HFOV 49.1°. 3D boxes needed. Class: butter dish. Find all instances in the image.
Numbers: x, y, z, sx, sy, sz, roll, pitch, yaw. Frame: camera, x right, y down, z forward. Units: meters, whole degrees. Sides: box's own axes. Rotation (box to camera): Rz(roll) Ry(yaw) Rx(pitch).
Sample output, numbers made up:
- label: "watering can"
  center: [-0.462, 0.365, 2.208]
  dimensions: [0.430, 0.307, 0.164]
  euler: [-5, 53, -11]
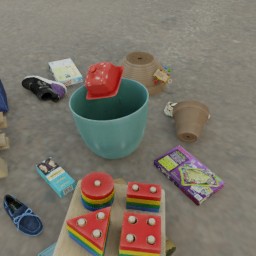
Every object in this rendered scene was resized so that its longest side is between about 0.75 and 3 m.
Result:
- label: "butter dish"
  center: [-0.920, -1.673, 9.079]
  dimensions: [1.272, 0.940, 1.268]
  euler: [-3, 59, 32]

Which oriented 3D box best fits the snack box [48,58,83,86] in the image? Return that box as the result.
- label: "snack box"
  center: [-3.087, -2.742, 13.750]
  dimensions: [1.158, 0.370, 1.994]
  euler: [-17, 44, -18]

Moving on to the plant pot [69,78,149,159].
- label: "plant pot"
  center: [-0.520, -0.206, 9.523]
  dimensions: [2.546, 2.043, 2.546]
  euler: [-4, 39, 3]

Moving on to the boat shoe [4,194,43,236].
- label: "boat shoe"
  center: [-3.012, 2.417, 7.765]
  dimensions: [1.553, 0.533, 0.654]
  euler: [24, 47, 24]

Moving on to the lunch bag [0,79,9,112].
- label: "lunch bag"
  center: [-5.814, -1.591, 11.009]
  dimensions: [1.504, 2.274, 1.545]
  euler: [-16, 46, -15]

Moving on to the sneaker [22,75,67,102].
- label: "sneaker"
  center: [-3.842, -1.690, 12.289]
  dimensions: [2.119, 0.803, 0.928]
  euler: [11, 48, 12]

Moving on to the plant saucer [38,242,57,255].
- label: "plant saucer"
  center: [-1.600, 3.543, 6.791]
  dimensions: [0.544, 0.148, 1.556]
  euler: [-27, 49, -28]

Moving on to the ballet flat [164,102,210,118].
- label: "ballet flat"
  center: [2.390, -0.699, 11.268]
  dimensions: [1.854, 0.592, 0.701]
  euler: [5, 39, 5]

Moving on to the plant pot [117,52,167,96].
- label: "plant pot"
  center: [0.545, -2.703, 13.067]
  dimensions: [2.691, 1.242, 2.691]
  euler: [0, 42, 0]

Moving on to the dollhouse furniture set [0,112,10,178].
- label: "dollhouse furniture set"
  center: [-4.912, 0.383, 8.856]
  dimensions: [1.661, 2.345, 2.553]
  euler: [-12, 70, -12]

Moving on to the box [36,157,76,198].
- label: "box"
  center: [-2.294, 1.542, 8.905]
  dimensions: [0.578, 0.345, 1.404]
  euler: [-32, 51, -31]

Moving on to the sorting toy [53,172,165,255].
- label: "sorting toy"
  center: [-0.300, 2.104, 6.680]
  dimensions: [2.432, 0.851, 2.447]
  euler: [6, 36, 3]

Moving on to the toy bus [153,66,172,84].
- label: "toy bus"
  center: [1.528, -2.188, 12.136]
  dimensions: [0.789, 0.432, 0.836]
  euler: [-9, 75, 20]

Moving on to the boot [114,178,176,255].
- label: "boot"
  center: [-0.325, 2.669, 7.320]
  dimensions: [2.223, 0.840, 2.539]
  euler: [-15, 43, -35]

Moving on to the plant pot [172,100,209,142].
- label: "plant pot"
  center: [2.241, -0.154, 10.281]
  dimensions: [1.370, 1.370, 1.195]
  euler: [9, 61, 10]

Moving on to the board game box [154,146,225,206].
- label: "board game box"
  center: [1.936, 1.465, 9.056]
  dimensions: [1.216, 0.327, 2.027]
  euler: [-29, 49, -23]
